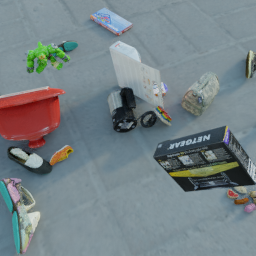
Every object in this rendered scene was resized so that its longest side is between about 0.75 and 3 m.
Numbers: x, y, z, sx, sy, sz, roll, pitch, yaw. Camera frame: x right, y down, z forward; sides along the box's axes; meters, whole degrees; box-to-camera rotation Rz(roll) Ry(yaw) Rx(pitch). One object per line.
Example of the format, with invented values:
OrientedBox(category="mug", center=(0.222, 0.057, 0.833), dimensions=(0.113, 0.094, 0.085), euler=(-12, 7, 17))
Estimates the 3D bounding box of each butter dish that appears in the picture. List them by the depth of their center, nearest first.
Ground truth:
OrientedBox(category="butter dish", center=(-3.711, -0.309, 10.703), dimensions=(2.986, 2.207, 2.977), euler=(-14, 12, -12))

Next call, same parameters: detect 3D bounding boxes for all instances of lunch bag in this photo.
OrientedBox(category="lunch bag", center=(3.100, -1.498, 11.877), dimensions=(1.117, 1.344, 1.603), euler=(34, 62, 21))

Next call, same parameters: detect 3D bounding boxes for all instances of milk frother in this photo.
OrientedBox(category="milk frother", center=(0.161, -0.743, 11.636), dimensions=(1.671, 1.508, 1.572), euler=(20, 44, -40))

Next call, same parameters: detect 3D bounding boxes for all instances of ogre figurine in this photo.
OrientedBox(category="ogre figurine", center=(-2.882, -2.419, 9.661), dimensions=(1.531, 0.918, 0.751), euler=(0, 61, 10))

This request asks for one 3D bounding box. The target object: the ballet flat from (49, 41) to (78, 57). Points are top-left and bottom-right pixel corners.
OrientedBox(category="ballet flat", center=(-3.322, -4.128, 14.227), dimensions=(1.554, 0.528, 0.531), euler=(-26, 49, -17))

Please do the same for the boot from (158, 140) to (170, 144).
OrientedBox(category="boot", center=(1.492, 0.831, 9.028), dimensions=(0.867, 0.346, 0.953), euler=(-15, 91, 14))

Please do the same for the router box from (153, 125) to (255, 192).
OrientedBox(category="router box", center=(1.894, 0.873, 7.033), dimensions=(2.021, 1.589, 0.528), euler=(-18, 34, 42))

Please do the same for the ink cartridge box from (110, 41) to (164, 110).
OrientedBox(category="ink cartridge box", center=(0.522, -2.194, 11.593), dimensions=(2.702, 2.191, 0.677), euler=(31, 64, 31))

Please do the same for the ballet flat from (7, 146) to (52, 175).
OrientedBox(category="ballet flat", center=(-3.740, 1.190, 10.441), dimensions=(1.917, 0.656, 0.652), euler=(19, 56, 12))

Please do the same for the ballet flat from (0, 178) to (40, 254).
OrientedBox(category="ballet flat", center=(-3.510, 2.751, 9.322), dimensions=(0.951, 0.924, 2.672), euler=(-6, 51, -37))

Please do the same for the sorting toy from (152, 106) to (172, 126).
OrientedBox(category="sorting toy", center=(1.466, -0.529, 11.536), dimensions=(0.278, 0.798, 0.793), euler=(-44, 60, 14))

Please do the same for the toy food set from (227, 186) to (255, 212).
OrientedBox(category="toy food set", center=(4.110, 2.467, 9.818), dimensions=(1.424, 0.224, 0.905), euler=(26, 59, 17))

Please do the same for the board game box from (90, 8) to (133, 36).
OrientedBox(category="board game box", center=(-0.939, -5.968, 15.660), dimensions=(2.269, 0.221, 1.168), euler=(39, 62, 23))

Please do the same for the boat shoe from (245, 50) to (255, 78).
OrientedBox(category="boat shoe", center=(5.984, -3.061, 13.380), dimensions=(0.589, 0.666, 1.818), euler=(11, 56, 13))

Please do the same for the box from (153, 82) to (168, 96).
OrientedBox(category="box", center=(1.233, -1.737, 12.741), dimensions=(1.098, 0.228, 0.654), euler=(-5, 55, -6))

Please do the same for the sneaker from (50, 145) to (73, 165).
OrientedBox(category="sneaker", center=(-2.534, 1.057, 10.674), dimensions=(0.403, 0.381, 1.044), euler=(33, 58, 24))
